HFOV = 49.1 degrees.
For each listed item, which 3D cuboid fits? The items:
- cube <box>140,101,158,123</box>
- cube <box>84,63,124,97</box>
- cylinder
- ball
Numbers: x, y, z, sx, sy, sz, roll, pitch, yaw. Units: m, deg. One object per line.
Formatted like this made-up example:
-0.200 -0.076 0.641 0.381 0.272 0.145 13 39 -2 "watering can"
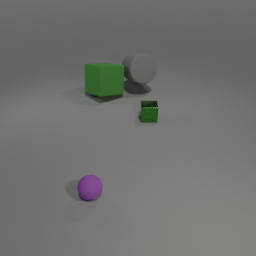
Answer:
0.887 -0.695 11.772 0.700 0.700 0.700 0 30 1 "cube"
-1.151 -2.367 13.540 1.400 1.400 1.400 -12 22 -38 "cube"
0.528 -2.971 13.939 1.400 1.400 1.400 -10 18 -17 "cylinder"
-1.052 1.642 7.772 0.700 0.700 0.700 0 30 0 "ball"
